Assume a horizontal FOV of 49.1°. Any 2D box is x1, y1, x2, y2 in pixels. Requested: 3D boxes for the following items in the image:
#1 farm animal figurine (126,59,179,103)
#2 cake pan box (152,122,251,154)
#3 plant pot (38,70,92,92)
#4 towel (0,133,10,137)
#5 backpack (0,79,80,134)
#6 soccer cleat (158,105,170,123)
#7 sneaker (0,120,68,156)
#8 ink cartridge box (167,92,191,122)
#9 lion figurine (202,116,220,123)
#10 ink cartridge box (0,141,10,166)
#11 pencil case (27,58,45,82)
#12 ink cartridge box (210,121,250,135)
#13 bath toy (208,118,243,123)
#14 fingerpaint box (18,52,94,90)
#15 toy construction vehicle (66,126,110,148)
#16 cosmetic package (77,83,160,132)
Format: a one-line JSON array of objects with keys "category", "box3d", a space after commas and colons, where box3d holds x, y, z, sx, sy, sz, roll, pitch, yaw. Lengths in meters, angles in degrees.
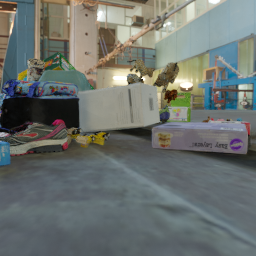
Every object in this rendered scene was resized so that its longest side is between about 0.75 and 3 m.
[{"category": "farm animal figurine", "box3d": [1.085, -2.179, 12.423, 2.434, 1.965, 1.224, 11, 51, 20]}, {"category": "cake pan box", "box3d": [1.824, 0.168, 6.743, 2.094, 0.548, 1.928, 2, 7, 20]}, {"category": "plant pot", "box3d": [-2.581, -1.180, 11.703, 2.330, 2.373, 2.323, 0, 4, 2]}, {"category": "towel", "box3d": [-4.066, 0.245, 6.477, 2.754, 0.412, 2.015, 5, 7, 43]}, {"category": "backpack", "box3d": [-2.799, -0.526, 7.874, 2.378, 1.600, 2.171, 6, 8, 25]}, {"category": "soccer cleat", "box3d": [0.943, -0.814, 14.892, 2.575, 1.077, 0.833, 1, 5, 15]}, {"category": "sneaker", "box3d": [-2.136, 0.183, 5.771, 1.774, 0.662, 0.715, -4, 6, -34]}, {"category": "ink cartridge box", "box3d": [2.776, -1.138, 15.363, 1.214, 1.642, 0.622, 3, 6, 30]}, {"category": "lion figurine", "box3d": [3.335, -0.124, 10.981, 1.020, 0.369, 0.624, 9, 41, 25]}, {"category": "ink cartridge box", "box3d": [-2.462, 0.432, 4.505, 0.897, 0.385, 0.657, -3, 6, -44]}, {"category": "pencil case", "box3d": [-3.976, -2.126, 11.821, 0.675, 1.736, 0.776, 39, 41, 16]}, {"category": "ink cartridge box", "box3d": [3.086, 0.037, 8.556, 1.115, 0.477, 0.823, 3, 6, 15]}, {"category": "bath toy", "box3d": [3.404, -0.105, 9.937, 1.436, 0.531, 0.625, -2, 5, -17]}, {"category": "fingerpaint box", "box3d": [-3.430, -1.965, 13.735, 2.445, 1.075, 2.931, -23, -37, 18]}, {"category": "toy construction vehicle", "box3d": [-1.082, 0.283, 6.764, 0.984, 0.398, 1.130, 13, 11, 15]}, {"category": "cosmetic package", "box3d": [-0.291, -0.723, 10.371, 2.424, 1.490, 2.417, -4, 3, 20]}]
